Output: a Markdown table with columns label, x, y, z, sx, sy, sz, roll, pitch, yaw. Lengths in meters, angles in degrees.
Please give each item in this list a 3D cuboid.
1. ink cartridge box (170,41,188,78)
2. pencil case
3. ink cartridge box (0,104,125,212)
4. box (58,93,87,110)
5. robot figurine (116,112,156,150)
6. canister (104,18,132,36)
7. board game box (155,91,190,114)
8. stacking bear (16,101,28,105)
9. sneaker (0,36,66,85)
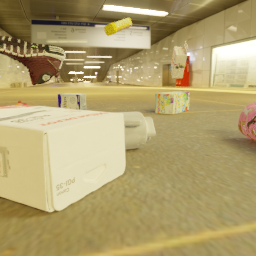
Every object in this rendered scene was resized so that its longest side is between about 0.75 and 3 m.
| label | x | y | z | sx | sy | sz | roll | pitch | yaw |
| --- | --- | --- | --- | --- | --- | --- | --- | --- | --- |
| ink cartridge box | 2.090 | -2.816 | 11.515 | 0.456 | 1.345 | 0.774 | 2 | 41 | -3 |
| pencil case | 4.030 | -0.005 | 7.274 | 1.176 | 1.229 | 2.841 | 27 | 8 | -8 |
| ink cartridge box | -1.807 | 0.308 | 5.326 | 2.977 | 1.232 | 2.181 | 6 | 12 | 29 |
| box | -2.587 | -1.053 | 13.017 | 1.185 | 1.090 | 0.622 | 3 | 13 | 20 |
| robot figurine | -0.175 | 0.078 | 7.239 | 1.728 | 0.976 | 1.465 | -4 | -24 | -20 |
| canister | -0.358 | -3.796 | 10.476 | 0.884 | 0.383 | 0.657 | -31 | 19 | -28 |
| board game box | 2.369 | -1.358 | 14.740 | 1.033 | 1.051 | 2.005 | 7 | 13 | 34 |
| stacking bear | -5.779 | -1.075 | 14.755 | 0.546 | 0.511 | 0.899 | 23 | 15 | -1 |
| sneaker | -3.897 | -2.397 | 10.613 | 2.847 | 1.644 | 1.077 | 7 | 36 | -19 |
